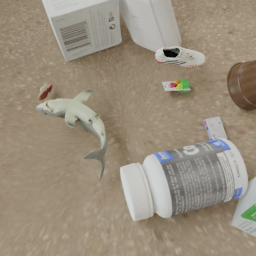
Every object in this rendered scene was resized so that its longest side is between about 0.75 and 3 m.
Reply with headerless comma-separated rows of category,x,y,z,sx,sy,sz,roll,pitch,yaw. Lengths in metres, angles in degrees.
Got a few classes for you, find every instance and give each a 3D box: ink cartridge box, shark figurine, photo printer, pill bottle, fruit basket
ink cartridge box,2.670,0.115,8.492,0.525,0.185,0.880,-10,72,-20
shark figurine,-1.164,0.038,8.116,1.677,1.171,2.806,-33,63,-26
ink cartridge box,3.904,2.056,6.085,2.626,1.925,1.091,23,63,16
photo printer,0.639,-4.118,9.978,0.966,2.783,2.316,-42,47,-10
pill bottle,1.285,1.272,6.874,2.748,1.563,1.563,-12,54,-9
fruit basket,1.652,-1.427,9.654,0.854,0.400,0.791,-8,31,1

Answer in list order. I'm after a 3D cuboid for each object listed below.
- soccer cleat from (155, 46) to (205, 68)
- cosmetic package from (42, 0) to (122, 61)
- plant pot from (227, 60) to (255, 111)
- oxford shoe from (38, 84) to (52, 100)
soccer cleat,1.748,-2.315,9.043,1.725,0.735,0.592,4,83,-10
cosmetic package,-1.858,-4.577,10.387,2.374,2.372,2.877,-21,69,-7
plant pot,4.096,-1.445,8.312,1.597,1.581,1.597,4,80,-24
oxford shoe,-2.811,-1.193,9.302,0.283,0.272,0.768,14,44,13
